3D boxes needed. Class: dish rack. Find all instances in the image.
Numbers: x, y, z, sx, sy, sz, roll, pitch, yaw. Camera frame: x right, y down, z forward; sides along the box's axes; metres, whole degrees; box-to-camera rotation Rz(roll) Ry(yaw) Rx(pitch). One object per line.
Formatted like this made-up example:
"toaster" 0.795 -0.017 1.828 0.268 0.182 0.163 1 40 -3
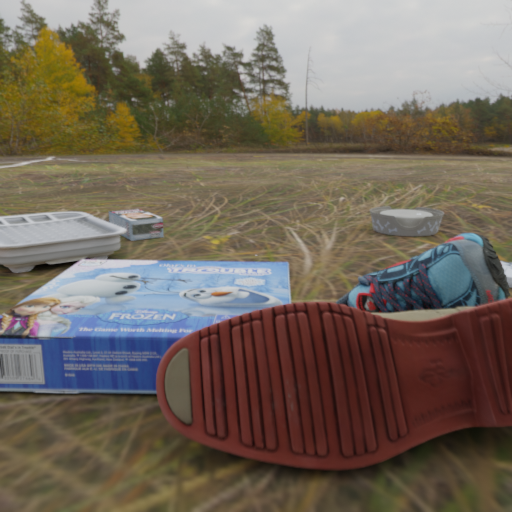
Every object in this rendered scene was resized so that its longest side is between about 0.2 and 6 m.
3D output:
"dish rack" -4.416 -0.325 11.663 2.674 0.678 3.115 -9 16 -36

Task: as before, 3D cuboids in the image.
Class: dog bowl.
"dog bowl" 3.826 -0.893 14.332 1.827 0.536 1.827 0 14 0

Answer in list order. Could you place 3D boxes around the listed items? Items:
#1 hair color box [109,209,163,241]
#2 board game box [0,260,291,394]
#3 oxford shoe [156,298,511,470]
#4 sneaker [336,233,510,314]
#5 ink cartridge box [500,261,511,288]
"hair color box" -3.018 -0.800 13.978 0.838 0.513 1.692 -8 16 -30
"board game box" -1.175 0.727 7.142 3.238 0.702 3.222 1 12 2
"oxford shoe" 1.020 1.130 5.139 3.764 1.326 1.408 -1 -11 -5
"sneaker" 1.753 0.561 6.473 1.270 1.055 2.659 -14 -12 -18
"ink cartridge box" 4.404 0.318 9.934 1.086 0.220 1.084 7 15 28
